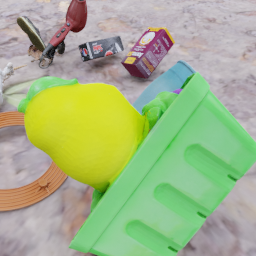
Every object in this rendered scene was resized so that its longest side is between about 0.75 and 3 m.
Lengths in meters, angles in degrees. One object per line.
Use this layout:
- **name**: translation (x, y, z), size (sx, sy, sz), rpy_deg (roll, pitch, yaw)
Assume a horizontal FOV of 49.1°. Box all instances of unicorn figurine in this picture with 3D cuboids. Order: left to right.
- **unicorn figurine**: translation (-3.803, -1.401, 8.050), size (0.831, 1.546, 2.251), rpy_deg (7, 67, 0)

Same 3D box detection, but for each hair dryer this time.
- **hair dryer**: translation (-1.991, -3.236, 9.390), size (0.726, 2.674, 2.036), rpy_deg (27, 32, -12)

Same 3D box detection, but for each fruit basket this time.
- **fruit basket**: translation (-0.036, 0.322, 4.365), size (3.233, 3.233, 2.332), rpy_deg (7, 8, 8)

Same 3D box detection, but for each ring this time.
- **ring**: translation (-2.628, 0.551, 6.390), size (2.784, 0.267, 2.784), rpy_deg (5, 49, -6)

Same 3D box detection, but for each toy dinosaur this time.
- **toy dinosaur**: translation (-3.024, -2.692, 9.909), size (1.246, 0.535, 0.844), rpy_deg (-12, 75, -1)

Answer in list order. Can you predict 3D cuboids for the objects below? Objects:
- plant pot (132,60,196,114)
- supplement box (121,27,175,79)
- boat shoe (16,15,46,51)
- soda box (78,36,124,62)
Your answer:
- **plant pot**: translation (0.940, -0.335, 6.569), size (1.741, 1.852, 1.852), rpy_deg (-31, 45, 3)
- **supplement box**: translation (0.646, -2.463, 9.121), size (1.611, 0.690, 0.889), rpy_deg (-53, 39, -9)
- **boat shoe**: translation (-3.159, -3.202, 9.410), size (0.454, 1.270, 0.417), rpy_deg (-14, 34, 39)
- **soda box**: translation (-0.901, -2.802, 9.838), size (0.534, 0.596, 1.685), rpy_deg (-3, 19, 43)
